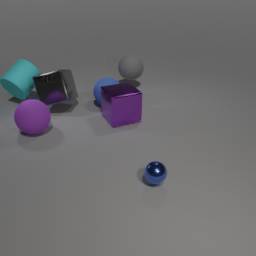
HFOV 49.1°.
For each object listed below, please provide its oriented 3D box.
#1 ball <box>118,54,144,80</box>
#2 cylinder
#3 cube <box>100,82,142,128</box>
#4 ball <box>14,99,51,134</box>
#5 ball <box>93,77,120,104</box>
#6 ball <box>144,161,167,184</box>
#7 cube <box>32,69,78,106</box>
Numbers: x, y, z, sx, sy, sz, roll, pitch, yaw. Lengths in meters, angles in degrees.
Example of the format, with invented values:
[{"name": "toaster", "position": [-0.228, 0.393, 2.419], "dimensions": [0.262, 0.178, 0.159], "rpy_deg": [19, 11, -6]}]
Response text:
[{"name": "ball", "position": [0.157, -3.326, 15.420], "dimensions": [1.400, 1.400, 1.400], "rpy_deg": [0, 30, 0]}, {"name": "cylinder", "position": [-5.175, -2.365, 13.579], "dimensions": [1.400, 1.400, 1.400], "rpy_deg": [15, 59, 25]}, {"name": "cube", "position": [-0.302, -1.045, 12.287], "dimensions": [1.400, 1.400, 1.400], "rpy_deg": [-12, 32, -21]}, {"name": "ball", "position": [-3.828, -0.448, 11.259], "dimensions": [1.400, 1.400, 1.400], "rpy_deg": [0, 30, 0]}, {"name": "ball", "position": [-0.968, -1.740, 13.539], "dimensions": [1.400, 1.400, 1.400], "rpy_deg": [0, 30, 0]}, {"name": "ball", "position": [0.844, 1.361, 8.541], "dimensions": [0.700, 0.700, 0.700], "rpy_deg": [0, 30, 0]}, {"name": "cube", "position": [-3.335, -1.880, 13.041], "dimensions": [1.400, 1.400, 1.400], "rpy_deg": [-12, 10, 11]}]
